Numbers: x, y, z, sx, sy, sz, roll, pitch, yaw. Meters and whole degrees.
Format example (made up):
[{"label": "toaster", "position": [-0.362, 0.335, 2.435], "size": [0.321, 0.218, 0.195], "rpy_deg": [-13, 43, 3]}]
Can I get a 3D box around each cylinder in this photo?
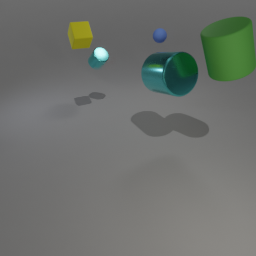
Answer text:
[{"label": "cylinder", "position": [-1.286, -2.996, 12.102], "size": [0.700, 0.700, 0.700], "rpy_deg": [11, 66, -26]}, {"label": "cylinder", "position": [2.970, -2.326, 8.277], "size": [1.400, 1.400, 1.400], "rpy_deg": [-16, 34, 11]}, {"label": "cylinder", "position": [1.371, -1.821, 9.372], "size": [1.400, 1.400, 1.400], "rpy_deg": [-16, 19, -23]}]

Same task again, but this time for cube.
[{"label": "cube", "position": [-1.777, -3.429, 10.376], "size": [0.700, 0.700, 0.700], "rpy_deg": [-12, 78, -22]}]

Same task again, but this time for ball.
[{"label": "ball", "position": [1.592, -4.617, 14.017], "size": [0.700, 0.700, 0.700], "rpy_deg": [0, 32, 0]}]
